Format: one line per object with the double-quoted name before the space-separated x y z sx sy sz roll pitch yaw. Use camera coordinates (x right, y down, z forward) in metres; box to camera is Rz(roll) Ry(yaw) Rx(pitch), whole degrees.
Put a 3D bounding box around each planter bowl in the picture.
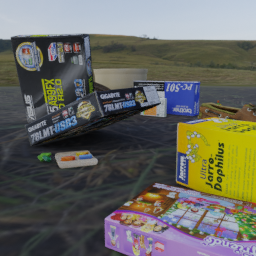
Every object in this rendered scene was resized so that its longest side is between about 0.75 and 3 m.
"planter bowl" -0.405 -2.271 15.647 2.974 2.001 2.974 0 10 0

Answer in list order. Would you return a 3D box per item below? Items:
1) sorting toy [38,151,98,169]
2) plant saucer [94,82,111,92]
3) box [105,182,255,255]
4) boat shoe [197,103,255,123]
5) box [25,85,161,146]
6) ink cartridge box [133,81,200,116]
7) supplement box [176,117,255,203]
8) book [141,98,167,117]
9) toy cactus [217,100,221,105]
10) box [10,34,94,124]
"sorting toy" -1.176 0.577 5.386 1.061 0.156 0.784 -3 11 -19
"plant saucer" -1.888 -1.156 11.124 2.840 0.418 2.840 3 -17 1
"box" 0.760 0.984 2.720 1.648 0.322 1.128 6 12 30
"boat shoe" 3.096 -0.172 7.309 2.700 0.918 0.971 7 13 33
"box" -0.790 -0.322 6.852 2.437 0.606 2.419 -21 -4 36
"ink cartridge box" 1.622 -1.354 12.323 2.982 1.402 0.659 7 13 34
"supplement box" 1.639 0.449 3.826 0.964 0.970 1.771 -8 13 -38
"book" 1.057 -0.871 11.537 1.122 0.749 0.270 9 13 37
"toy cactus" 4.012 -0.998 13.318 0.765 0.474 0.927 -5 16 27
"box" -2.278 -1.484 8.937 2.294 2.863 0.634 2 25 9
